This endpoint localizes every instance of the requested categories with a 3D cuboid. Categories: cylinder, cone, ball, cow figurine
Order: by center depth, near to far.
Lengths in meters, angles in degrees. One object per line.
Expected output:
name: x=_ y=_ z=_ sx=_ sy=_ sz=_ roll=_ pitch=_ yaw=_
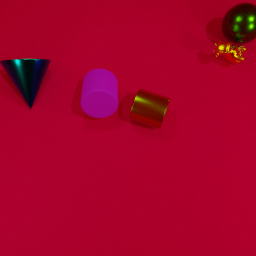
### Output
cylinder: x=-0.834 y=-1.026 z=8.305 sx=1.063 sy=1.063 sz=1.063 roll=-3 pitch=45 yaw=-1
cylinder: x=0.654 y=-0.578 z=8.383 sx=0.982 sy=0.982 sz=0.982 roll=19 pitch=73 yaw=6
cone: x=-3.083 y=-1.316 z=8.669 sx=1.491 sy=1.491 sz=1.496 roll=-3 pitch=100 yaw=-1
cow figurine: x=3.207 y=-2.411 z=8.955 sx=1.052 sy=1.069 sz=0.587 roll=12 pitch=93 yaw=6
ball: x=3.725 y=-3.390 z=9.115 sx=1.281 sy=1.281 sz=1.281 roll=0 pitch=73 yaw=0
